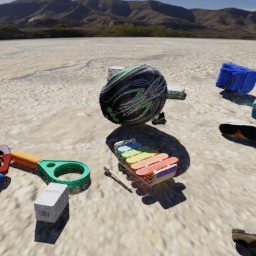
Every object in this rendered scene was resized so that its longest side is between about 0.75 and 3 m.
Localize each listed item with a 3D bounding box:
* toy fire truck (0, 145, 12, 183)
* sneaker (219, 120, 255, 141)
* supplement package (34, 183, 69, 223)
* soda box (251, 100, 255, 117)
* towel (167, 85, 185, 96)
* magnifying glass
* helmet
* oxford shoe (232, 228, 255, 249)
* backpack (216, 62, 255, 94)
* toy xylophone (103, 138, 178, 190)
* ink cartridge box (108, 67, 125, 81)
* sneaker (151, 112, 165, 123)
[{"bbox_3d":[-4.260,1.142,8.099,1.773,0.994,1.489,-15,51,-30],"label":"toy fire truck"},{"bbox_3d":[4.541,-0.030,10.980,1.779,0.626,0.832,11,31,30],"label":"sneaker"},{"bbox_3d":[-1.853,1.809,6.863,0.500,0.502,0.856,5,24,11],"label":"supplement package"},{"bbox_3d":[6.436,-1.074,13.363,0.638,0.674,1.988,15,27,31],"label":"soda box"},{"bbox_3d":[2.492,-2.162,16.324,1.592,0.383,1.363,7,21,17],"label":"towel"},{"bbox_3d":[-2.456,1.171,8.616,2.894,0.324,1.152,11,26,25],"label":"magnifying glass"},{"bbox_3d":[0.324,-1.316,11.274,2.464,2.585,2.585,-16,8,42],"label":"helmet"},{"bbox_3d":[2.598,2.394,5.854,0.835,0.303,0.352,6,41,18],"label":"oxford shoe"},{"bbox_3d":[6.224,-2.733,16.137,2.007,1.631,1.684,27,32,31],"label":"backpack"},{"bbox_3d":[0.321,1.084,8.450,1.691,0.580,2.310,-20,30,-37],"label":"toy xylophone"},{"bbox_3d":[-0.120,-2.765,16.333,1.970,1.431,0.821,12,26,27],"label":"ink cartridge box"},{"bbox_3d":[1.328,-0.512,12.435,0.326,0.376,0.909,19,30,38],"label":"sneaker"}]
